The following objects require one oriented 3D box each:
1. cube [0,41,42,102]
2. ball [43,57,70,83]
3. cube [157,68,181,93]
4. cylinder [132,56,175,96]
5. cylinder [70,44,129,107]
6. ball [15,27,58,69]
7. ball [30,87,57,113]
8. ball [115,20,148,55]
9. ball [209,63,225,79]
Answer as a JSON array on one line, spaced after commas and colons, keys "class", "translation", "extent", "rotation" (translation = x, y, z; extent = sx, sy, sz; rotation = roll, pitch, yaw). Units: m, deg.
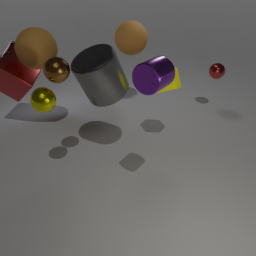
[{"class": "cube", "translation": [-4.327, -2.142, 10.789], "extent": [1.400, 1.400, 1.400], "rotation": [33, 51, -27]}, {"class": "ball", "translation": [-1.912, -1.554, 7.519], "extent": [0.700, 0.700, 0.700], "rotation": [0, 32, 0]}, {"class": "cube", "translation": [1.324, -1.621, 9.508], "extent": [0.700, 0.700, 0.700], "rotation": [-11, 7, 27]}, {"class": "cylinder", "translation": [0.558, -1.137, 6.049], "extent": [0.700, 0.700, 0.700], "rotation": [21, 35, 30]}, {"class": "cylinder", "translation": [-0.841, -1.617, 8.666], "extent": [1.400, 1.400, 1.400], "rotation": [-14, 45, 14]}, {"class": "ball", "translation": [-3.122, -2.714, 9.567], "extent": [1.400, 1.400, 1.400], "rotation": [0, 32, 0]}, {"class": "ball", "translation": [-2.305, -0.762, 7.632], "extent": [0.700, 0.700, 0.700], "rotation": [0, 32, 0]}, {"class": "ball", "translation": [0.132, -3.789, 11.812], "extent": [1.400, 1.400, 1.400], "rotation": [0, 32, 0]}, {"class": "ball", "translation": [3.928, -2.509, 12.353], "extent": [0.700, 0.700, 0.700], "rotation": [0, 32, 0]}]
